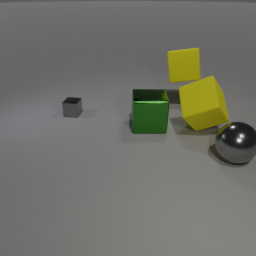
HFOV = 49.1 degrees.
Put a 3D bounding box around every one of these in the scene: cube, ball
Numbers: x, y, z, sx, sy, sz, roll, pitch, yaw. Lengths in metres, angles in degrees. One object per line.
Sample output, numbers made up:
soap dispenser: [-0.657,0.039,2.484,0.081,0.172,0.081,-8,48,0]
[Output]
cube: [-2.529,-0.949,12.775,0.700,0.700,0.700,5,28,9]
cube: [2.662,-2.967,13.180,1.400,1.400,1.400,-3,15,15]
cube: [0.874,-0.709,11.535,1.400,1.400,1.400,0,28,-1]
cube: [2.944,-0.911,10.883,1.400,1.400,1.400,-17,59,28]
ball: [3.624,0.481,9.306,1.400,1.400,1.400,0,28,0]
